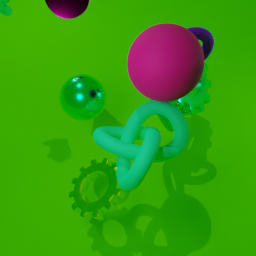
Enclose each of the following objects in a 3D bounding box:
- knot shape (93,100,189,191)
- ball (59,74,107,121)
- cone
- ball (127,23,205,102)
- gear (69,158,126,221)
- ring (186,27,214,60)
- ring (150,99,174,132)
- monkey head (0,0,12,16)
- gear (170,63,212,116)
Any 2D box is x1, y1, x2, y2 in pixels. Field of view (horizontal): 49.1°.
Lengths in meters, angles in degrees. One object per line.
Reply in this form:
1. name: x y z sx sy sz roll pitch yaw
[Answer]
1. knot shape: 0.108 0.234 5.294 1.683 0.831 1.798 14 55 42
2. ball: -0.976 -0.660 6.108 1.015 1.015 1.015 0 61 0
3. cone: -1.466 -3.103 6.798 1.022 1.026 1.022 -2 102 -10
4. ball: 0.628 -1.090 4.744 1.290 1.290 1.290 0 61 0
5. gear: -0.668 1.311 6.117 1.334 0.247 1.334 -16 52 22
6. ring: 1.224 -1.602 5.843 1.165 1.165 0.233 -13 61 -7
7. ring: 0.796 -0.411 6.412 0.221 1.103 1.103 -29 62 14
8. monkey head: -2.915 -2.727 5.783 0.827 1.150 0.693 -41 25 21
9. gear: 1.433 -1.288 7.046 0.356 1.924 1.924 -12 49 45
